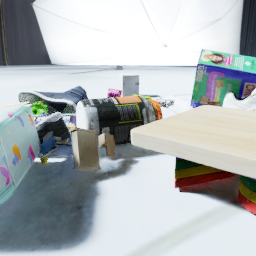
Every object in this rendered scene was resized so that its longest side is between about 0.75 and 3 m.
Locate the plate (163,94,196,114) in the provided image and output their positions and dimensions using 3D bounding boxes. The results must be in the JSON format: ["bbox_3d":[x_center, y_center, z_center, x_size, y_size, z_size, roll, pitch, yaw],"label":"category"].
[{"bbox_3d":[3.066,-1.039,11.533,2.934,0.474,2.928,-5,17,-15],"label":"plate"}]

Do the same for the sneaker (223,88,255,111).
[{"bbox_3d":[4.057,-0.563,8.180,2.686,1.334,1.046,8,17,26],"label":"sneaker"}]

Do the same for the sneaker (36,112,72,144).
[{"bbox_3d":[-1.934,0.332,6.467,1.465,0.834,0.553,-34,8,12],"label":"sneaker"}]

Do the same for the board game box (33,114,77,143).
[{"bbox_3d":[-2.273,0.011,7.719,1.747,0.495,1.444,-2,18,-8],"label":"board game box"}]

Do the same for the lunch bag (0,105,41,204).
[{"bbox_3d":[-2.855,0.454,4.697,2.323,1.116,2.896,-11,17,-2],"label":"lunch bag"}]

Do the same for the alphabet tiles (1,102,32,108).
[{"bbox_3d":[-4.461,-0.371,8.936,2.590,0.193,2.648,-4,18,28],"label":"alphabet tiles"}]

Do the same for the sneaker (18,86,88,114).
[{"bbox_3d":[-2.633,-1.053,10.425,2.407,0.915,1.739,14,29,13],"label":"sneaker"}]

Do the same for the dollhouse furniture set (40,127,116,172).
[{"bbox_3d":[-1.073,0.640,5.889,1.237,0.807,1.168,-26,-27,37],"label":"dollhouse furniture set"}]

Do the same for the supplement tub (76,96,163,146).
[{"bbox_3d":[-0.214,-0.173,7.005,1.984,1.216,1.216,-6,17,-21],"label":"supplement tub"}]

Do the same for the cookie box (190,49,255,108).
[{"bbox_3d":[3.409,-1.413,9.304,2.359,2.018,0.887,13,55,14],"label":"cookie box"}]

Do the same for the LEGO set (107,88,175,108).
[{"bbox_3d":[0.277,-0.647,9.469,2.374,0.905,0.974,11,21,14],"label":"LEGO set"}]

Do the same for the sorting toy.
[{"bbox_3d":[2.068,0.455,5.106,2.929,1.019,2.911,13,21,39],"label":"sorting toy"}]

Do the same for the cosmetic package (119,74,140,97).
[{"bbox_3d":[0.054,-2.261,14.678,0.925,1.123,0.926,-3,16,-12],"label":"cosmetic package"}]

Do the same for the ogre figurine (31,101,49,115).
[{"bbox_3d":[-3.020,-0.435,9.085,0.862,0.705,1.438,-20,3,-5],"label":"ogre figurine"}]
